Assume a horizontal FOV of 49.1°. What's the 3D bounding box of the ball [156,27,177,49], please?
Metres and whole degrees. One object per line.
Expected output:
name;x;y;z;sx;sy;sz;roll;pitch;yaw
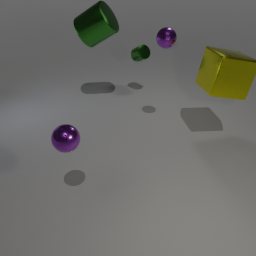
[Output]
ball;1.310;-3.064;9.534;0.700;0.700;0.700;0;31;0

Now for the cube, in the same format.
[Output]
cube;3.436;-1.939;9.867;1.400;1.400;1.400;5;28;-14

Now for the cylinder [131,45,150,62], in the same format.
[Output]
cylinder;0.602;-3.577;13.453;0.700;0.700;0.700;-19;10;-28

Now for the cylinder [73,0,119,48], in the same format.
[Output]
cylinder;-1.316;-4.340;11.771;1.400;1.400;1.400;-23;23;25

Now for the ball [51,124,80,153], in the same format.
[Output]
ball;-1.519;0.254;6.845;0.700;0.700;0.700;0;31;0
